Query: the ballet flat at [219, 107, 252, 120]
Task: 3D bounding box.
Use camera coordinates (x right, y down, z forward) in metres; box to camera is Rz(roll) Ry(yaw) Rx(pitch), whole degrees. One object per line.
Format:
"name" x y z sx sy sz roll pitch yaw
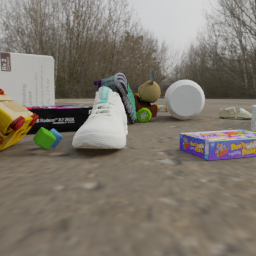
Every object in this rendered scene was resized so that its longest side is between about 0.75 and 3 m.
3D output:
"ballet flat" 4.476 -0.605 11.538 1.445 0.502 0.502 4 8 28

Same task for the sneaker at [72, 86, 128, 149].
"sneaker" -0.511 -0.269 5.913 1.036 1.219 2.754 2 8 3

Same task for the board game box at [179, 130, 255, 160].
"board game box" 1.827 0.283 5.145 1.453 0.325 0.977 -2 8 -19

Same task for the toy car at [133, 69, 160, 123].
"toy car" 0.613 -1.337 10.669 1.503 1.905 1.564 22 14 8

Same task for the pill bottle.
"pill bottle" 2.315 -1.196 11.672 1.598 1.598 2.848 1 7 8

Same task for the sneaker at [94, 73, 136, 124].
"sneaker" -0.350 -0.906 9.164 0.991 0.842 2.264 -7 -36 11

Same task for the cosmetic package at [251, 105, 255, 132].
"cosmetic package" 4.780 -0.163 6.889 2.991 0.757 1.235 0 7 0

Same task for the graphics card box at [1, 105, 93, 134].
"graphics card box" -2.479 -0.295 8.191 2.789 0.709 1.750 -2 7 -26

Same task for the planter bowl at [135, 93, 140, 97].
"planter bowl" 0.542 -1.043 12.947 1.360 0.567 1.360 -14 -25 -7

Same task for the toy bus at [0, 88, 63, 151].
"toy bus" -2.417 -0.067 5.071 1.871 1.025 1.983 38 1 39

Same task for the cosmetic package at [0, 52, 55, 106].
"cosmetic package" -4.416 -1.354 9.774 2.891 2.383 2.385 -8 12 -44

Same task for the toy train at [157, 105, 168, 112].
"toy train" 1.996 -1.100 15.949 1.371 0.381 1.030 2 6 -7
